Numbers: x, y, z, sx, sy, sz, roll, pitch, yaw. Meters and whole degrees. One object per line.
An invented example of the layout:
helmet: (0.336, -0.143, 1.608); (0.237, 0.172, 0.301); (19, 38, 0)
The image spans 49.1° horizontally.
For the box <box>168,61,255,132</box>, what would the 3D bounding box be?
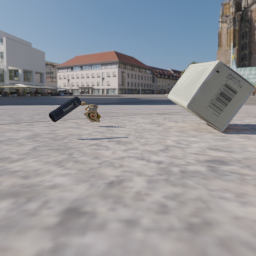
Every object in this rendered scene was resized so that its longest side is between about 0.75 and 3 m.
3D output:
box: (2.108, -0.978, 7.804); (1.119, 1.367, 2.880); (34, 10, -6)

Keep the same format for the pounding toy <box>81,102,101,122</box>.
pounding toy: (-1.015, -0.541, 8.150); (0.446, 0.447, 0.779); (-9, -37, 23)

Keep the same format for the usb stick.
usb stick: (-1.267, -0.389, 5.689); (0.132, 0.224, 0.807); (-26, 12, 49)
